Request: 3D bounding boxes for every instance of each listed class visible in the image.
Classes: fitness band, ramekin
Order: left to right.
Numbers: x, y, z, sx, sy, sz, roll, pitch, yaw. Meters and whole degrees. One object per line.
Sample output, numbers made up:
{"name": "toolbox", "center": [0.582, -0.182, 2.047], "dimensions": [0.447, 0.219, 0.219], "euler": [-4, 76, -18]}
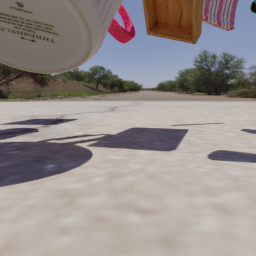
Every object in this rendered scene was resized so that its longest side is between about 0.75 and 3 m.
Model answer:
{"name": "ramekin", "center": [-1.401, -1.881, 3.952], "dimensions": [2.686, 1.251, 2.686], "euler": [6, -24, 3]}
{"name": "fitness band", "center": [-0.485, -2.534, 5.777], "dimensions": [0.336, 1.288, 1.793], "euler": [-29, -47, 26]}

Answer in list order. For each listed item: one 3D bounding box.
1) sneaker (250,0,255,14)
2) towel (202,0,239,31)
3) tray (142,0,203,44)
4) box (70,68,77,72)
{"name": "sneaker", "center": [3.523, -3.503, 7.222], "dimensions": [0.416, 1.071, 0.749], "euler": [33, 33, 12]}
{"name": "towel", "center": [2.682, -3.936, 8.803], "dimensions": [1.812, 1.326, 0.271], "euler": [12, -7, -19]}
{"name": "tray", "center": [1.002, -3.301, 6.377], "dimensions": [1.392, 0.522, 2.822], "euler": [20, -28, 22]}
{"name": "box", "center": [-2.162, -3.278, 9.626], "dimensions": [1.721, 0.887, 2.952], "euler": [13, 50, 5]}
